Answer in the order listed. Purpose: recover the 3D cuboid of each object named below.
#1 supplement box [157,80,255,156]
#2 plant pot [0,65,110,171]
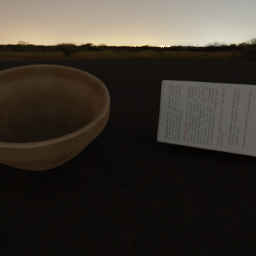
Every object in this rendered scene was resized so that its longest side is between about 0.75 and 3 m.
[{"bbox_3d":[2.343,-0.280,6.561,2.965,1.532,1.500,7,10,24],"label":"supplement box"},{"bbox_3d":[-1.814,-0.100,5.746,2.875,1.327,2.875,2,39,-2],"label":"plant pot"}]
